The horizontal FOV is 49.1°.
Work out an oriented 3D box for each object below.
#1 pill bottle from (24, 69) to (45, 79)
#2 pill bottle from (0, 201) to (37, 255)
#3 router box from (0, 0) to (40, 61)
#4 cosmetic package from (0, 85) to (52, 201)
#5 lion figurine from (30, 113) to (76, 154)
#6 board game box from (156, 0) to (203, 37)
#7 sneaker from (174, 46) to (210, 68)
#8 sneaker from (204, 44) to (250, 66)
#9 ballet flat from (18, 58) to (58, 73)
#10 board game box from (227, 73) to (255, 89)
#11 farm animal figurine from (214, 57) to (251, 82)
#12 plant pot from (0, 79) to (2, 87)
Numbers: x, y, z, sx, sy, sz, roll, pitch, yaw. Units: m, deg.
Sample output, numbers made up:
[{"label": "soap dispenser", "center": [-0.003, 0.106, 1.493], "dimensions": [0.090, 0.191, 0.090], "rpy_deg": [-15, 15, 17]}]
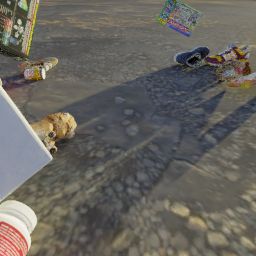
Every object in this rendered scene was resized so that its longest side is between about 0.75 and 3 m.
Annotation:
[{"label": "pill bottle", "center": [-4.006, -2.314, 12.029], "dimensions": [0.787, 0.450, 0.450], "rpy_deg": [-1, 30, -2]}, {"label": "pill bottle", "center": [-2.096, 1.945, 4.236], "dimensions": [0.941, 0.941, 1.677], "rpy_deg": [5, 30, 9]}, {"label": "router box", "center": [-3.583, -3.403, 8.120], "dimensions": [0.753, 2.425, 1.817], "rpy_deg": [8, -3, 30]}, {"label": "cosmetic package", "center": [-3.359, 0.093, 4.888], "dimensions": [2.376, 2.390, 2.856], "rpy_deg": [-41, 32, -23]}, {"label": "lion figurine", "center": [-2.519, 0.206, 7.333], "dimensions": [2.373, 0.860, 1.453], "rpy_deg": [-10, 28, -12]}, {"label": "board game box", "center": [1.748, -3.768, 9.497], "dimensions": [1.316, 0.885, 0.192], "rpy_deg": [21, 37, -15]}, {"label": "sneaker", "center": [3.408, -3.437, 13.535], "dimensions": [1.940, 0.738, 1.402], "rpy_deg": [-20, 24, -14]}, {"label": "sneaker", "center": [4.820, -3.615, 13.709], "dimensions": [2.213, 0.997, 0.829], "rpy_deg": [-5, 31, -9]}, {"label": "ballet flat", "center": [-4.073, -2.814, 12.912], "dimensions": [1.805, 0.636, 0.589], "rpy_deg": [-16, 60, -20]}, {"label": "board game box", "center": [5.200, -1.994, 10.895], "dimensions": [2.321, 0.348, 1.109], "rpy_deg": [-16, 13, -11]}, {"label": "farm animal figurine", "center": [4.258, -2.486, 11.686], "dimensions": [1.520, 0.802, 1.537], "rpy_deg": [-21, 13, -11]}, {"label": "plant pot", "center": [-5.417, -1.597, 9.918], "dimensions": [1.399, 1.581, 1.581], "rpy_deg": [24, 36, 17]}]
